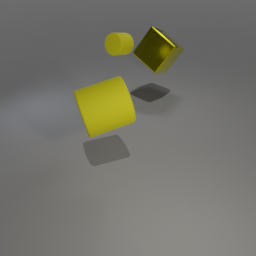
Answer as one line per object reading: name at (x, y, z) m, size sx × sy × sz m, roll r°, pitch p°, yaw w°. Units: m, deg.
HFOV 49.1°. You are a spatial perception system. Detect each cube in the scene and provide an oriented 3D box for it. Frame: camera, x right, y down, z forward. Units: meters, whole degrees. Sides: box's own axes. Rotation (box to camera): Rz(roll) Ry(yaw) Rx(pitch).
cube at (1.350, -3.375, 12.302) m, size 1.400 × 1.400 × 1.400 m, roll 44°, pitch 25°, yaw 11°

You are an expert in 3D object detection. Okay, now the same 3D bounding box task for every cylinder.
cylinder at (-0.287, -2.758, 9.192) m, size 0.700 × 0.700 × 0.700 m, roll 20°, pitch 26°, yaw 30°
cylinder at (-0.669, -0.603, 8.011) m, size 1.400 × 1.400 × 1.400 m, roll -20°, pitch 34°, yaw -7°
